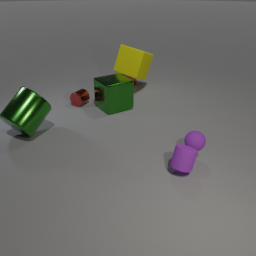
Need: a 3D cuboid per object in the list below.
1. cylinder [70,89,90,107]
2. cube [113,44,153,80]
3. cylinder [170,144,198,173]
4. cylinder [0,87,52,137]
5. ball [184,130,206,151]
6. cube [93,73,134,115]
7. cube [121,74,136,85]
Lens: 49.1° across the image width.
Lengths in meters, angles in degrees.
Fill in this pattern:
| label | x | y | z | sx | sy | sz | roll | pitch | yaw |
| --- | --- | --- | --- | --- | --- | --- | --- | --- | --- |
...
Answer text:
| label | x | y | z | sx | sy | sz | roll | pitch | yaw |
| --- | --- | --- | --- | --- | --- | --- | --- | --- | --- |
| cylinder | -2.346 | -1.481 | 13.659 | 0.700 | 0.700 | 0.700 | 14 | 31 | 25 |
| cube | 0.293 | -3.453 | 14.784 | 1.400 | 1.400 | 1.400 | 23 | 16 | 20 |
| cylinder | 1.736 | 0.940 | 8.720 | 0.700 | 0.700 | 0.700 | 14 | 11 | -3 |
| cylinder | -3.899 | -0.602 | 10.723 | 1.400 | 1.400 | 1.400 | 19 | 68 | 31 |
| ball | 2.237 | 0.430 | 9.346 | 0.700 | 0.700 | 0.700 | 0 | 28 | 0 |
| cube | -0.674 | -1.635 | 13.204 | 1.400 | 1.400 | 1.400 | -17 | 32 | -28 |
| cube | 0.024 | -2.807 | 16.156 | 0.700 | 0.700 | 0.700 | 16 | 32 | 28 |
